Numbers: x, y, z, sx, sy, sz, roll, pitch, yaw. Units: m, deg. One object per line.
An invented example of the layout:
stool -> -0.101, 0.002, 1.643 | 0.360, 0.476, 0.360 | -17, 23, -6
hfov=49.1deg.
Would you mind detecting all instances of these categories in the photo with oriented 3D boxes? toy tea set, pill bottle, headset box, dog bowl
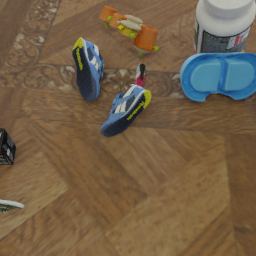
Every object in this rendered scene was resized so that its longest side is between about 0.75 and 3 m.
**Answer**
toy tea set -> -0.081, -3.517, 10.247 | 1.650, 1.027, 2.775 | 3, 33, -32
pill bottle -> 3.003, -3.320, 8.864 | 1.728, 2.982, 1.728 | -3, 73, 10
headset box -> -4.017, 0.526, 7.539 | 1.603, 1.193, 0.619 | 1, 61, -4
dog bowl -> 2.898, -1.685, 8.874 | 2.676, 1.492, 0.663 | -3, 27, -6

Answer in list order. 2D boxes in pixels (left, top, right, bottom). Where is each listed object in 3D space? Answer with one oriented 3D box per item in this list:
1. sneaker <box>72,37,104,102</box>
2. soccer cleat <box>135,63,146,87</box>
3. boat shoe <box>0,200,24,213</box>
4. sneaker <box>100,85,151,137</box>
sneaker -> -1.181, -1.943, 9.341 | 0.965, 0.868, 2.347 | 10, 60, -41
soccer cleat -> 0.422, -1.791, 9.702 | 0.310, 0.383, 0.886 | 15, 78, -16
boat shoe -> -3.071, 1.957, 6.971 | 0.919, 0.325, 0.292 | 10, 68, -6
sneaker -> -0.166, -0.531, 8.452 | 1.897, 0.701, 0.780 | -45, 58, -3
